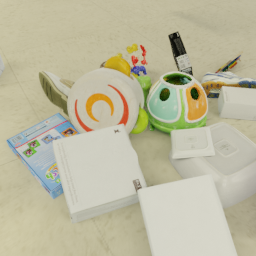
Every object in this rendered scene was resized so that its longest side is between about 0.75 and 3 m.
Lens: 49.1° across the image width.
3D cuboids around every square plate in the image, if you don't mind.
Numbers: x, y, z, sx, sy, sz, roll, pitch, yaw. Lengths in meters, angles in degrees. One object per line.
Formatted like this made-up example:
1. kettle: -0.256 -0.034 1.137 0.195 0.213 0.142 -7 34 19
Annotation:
1. square plate: 1.920 0.393 8.459 1.245 0.177 1.233 -6 38 12

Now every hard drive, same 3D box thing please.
1. hard drive: 1.434 2.615 6.354 1.864 0.377 2.826 -10 72 -11

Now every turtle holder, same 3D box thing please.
1. turtle holder: 1.577 -1.020 9.847 2.030 1.898 2.672 -15 39 -10

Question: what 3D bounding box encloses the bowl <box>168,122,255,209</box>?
1. bowl: 2.895 0.891 8.618 2.615 0.976 2.612 -21 48 -22

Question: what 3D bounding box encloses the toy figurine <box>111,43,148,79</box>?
1. toy figurine: -0.161 -1.878 11.292 2.778 1.664 1.465 -29 52 13

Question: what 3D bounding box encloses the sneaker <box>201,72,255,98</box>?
1. sneaker: 4.396 -1.836 11.392 2.781 1.047 1.226 10 45 9

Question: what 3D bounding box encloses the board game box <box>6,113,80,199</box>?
1. board game box: -2.322 0.750 9.079 2.042 0.494 2.699 -33 53 -29

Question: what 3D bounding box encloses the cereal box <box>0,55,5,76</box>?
1. cereal box: -5.917 -2.642 11.974 0.385 1.401 1.947 0 45 0

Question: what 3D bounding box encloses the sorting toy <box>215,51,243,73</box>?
1. sorting toy: 4.691 -2.898 12.670 1.936 0.934 0.328 -36 84 -26

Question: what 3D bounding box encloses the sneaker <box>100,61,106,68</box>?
1. sneaker: -0.732 -2.281 10.637 0.564 0.605 1.601 42 25 -16

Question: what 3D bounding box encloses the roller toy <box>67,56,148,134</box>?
1. roller toy: -0.676 -0.835 9.217 2.299 2.521 1.761 -21 13 18

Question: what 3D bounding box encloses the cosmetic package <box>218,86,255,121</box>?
1. cosmetic package: 4.473 -0.897 10.569 1.947 0.826 1.048 6 46 4

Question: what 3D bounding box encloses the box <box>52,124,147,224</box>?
1. box: -0.802 1.210 7.567 2.020 1.320 2.009 -13 64 -17

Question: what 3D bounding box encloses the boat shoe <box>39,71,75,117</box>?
1. boat shoe: -2.474 -1.381 11.017 0.955 1.043 2.792 -29 60 -32

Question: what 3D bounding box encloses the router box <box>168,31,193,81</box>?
1. router box: 1.997 -2.520 10.444 0.437 1.275 1.710 -17 63 10
